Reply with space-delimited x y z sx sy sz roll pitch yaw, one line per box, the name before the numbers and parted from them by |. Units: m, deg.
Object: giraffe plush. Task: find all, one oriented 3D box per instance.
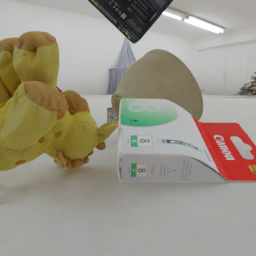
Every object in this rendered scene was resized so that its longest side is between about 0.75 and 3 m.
giraffe plush | -1.172 -0.086 4.368 1.949 2.259 1.832 1 -7 41

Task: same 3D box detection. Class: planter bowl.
planter bowl | 0.567 -0.681 7.589 1.614 2.398 2.398 -34 22 -21

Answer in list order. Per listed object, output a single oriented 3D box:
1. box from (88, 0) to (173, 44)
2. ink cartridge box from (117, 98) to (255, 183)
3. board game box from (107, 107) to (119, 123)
box | -0.070 -3.009 5.497 2.105 1.660 0.537 40 -4 -16
ink cartridge box | 1.090 0.123 4.940 2.527 0.633 2.034 -1 29 0
board game box | -0.417 -0.540 11.255 0.902 0.607 0.131 -5 10 -30
